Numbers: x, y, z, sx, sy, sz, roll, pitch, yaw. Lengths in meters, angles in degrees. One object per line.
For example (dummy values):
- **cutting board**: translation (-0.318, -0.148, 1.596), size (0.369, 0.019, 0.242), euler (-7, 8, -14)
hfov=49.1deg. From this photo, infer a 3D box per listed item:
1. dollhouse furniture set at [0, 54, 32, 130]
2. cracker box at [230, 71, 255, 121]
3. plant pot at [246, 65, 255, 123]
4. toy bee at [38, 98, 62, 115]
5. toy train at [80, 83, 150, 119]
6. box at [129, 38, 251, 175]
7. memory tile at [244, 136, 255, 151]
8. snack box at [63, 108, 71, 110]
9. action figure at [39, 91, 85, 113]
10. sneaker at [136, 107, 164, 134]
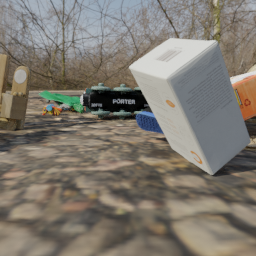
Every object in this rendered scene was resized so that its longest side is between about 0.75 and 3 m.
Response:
- **dollhouse furniture set**: translation (-3.627, -1.103, 6.823), size (2.356, 2.019, 2.478), euler (8, -1, 17)
- **cracker box**: translation (2.613, -0.793, 7.340), size (1.968, 0.847, 2.938), euler (-23, 5, -10)
- **plant pot**: translation (4.590, -1.112, 9.531), size (2.120, 2.120, 1.941), euler (9, 25, 42)
- **toy bee**: translation (-3.138, -0.709, 11.150), size (0.996, 0.541, 0.652), euler (32, 17, 22)
- **toy train**: translation (-0.302, -0.981, 10.322), size (2.922, 1.245, 1.665), euler (-1, 6, -13)
- **box**: translation (0.888, -0.324, 3.964), size (0.804, 1.650, 1.026), euler (-37, 30, -10)
- **memory tile**: translation (2.808, 0.303, 5.870), size (0.957, 0.105, 1.248), euler (2, 10, 13)
- **snack box**: translation (-2.699, -1.011, 13.686), size (0.922, 0.171, 0.536), euler (-4, 10, -23)
- **action figure**: translation (-2.776, -1.137, 12.740), size (1.602, 0.742, 2.712), euler (-6, 18, -40)
- **sneaker**: translation (0.996, -0.112, 5.840), size (1.740, 0.610, 0.678), euler (24, 43, 38)
